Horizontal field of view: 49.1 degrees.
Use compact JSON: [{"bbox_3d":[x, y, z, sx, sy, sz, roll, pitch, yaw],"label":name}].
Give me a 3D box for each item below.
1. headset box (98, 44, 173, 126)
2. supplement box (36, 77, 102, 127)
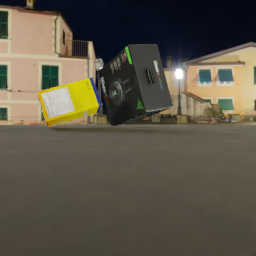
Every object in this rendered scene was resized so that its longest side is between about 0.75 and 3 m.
[{"bbox_3d":[0.266,-1.675,11.470,1.391,2.611,2.998,-11,-4,-33],"label":"headset box"},{"bbox_3d":[-1.845,-0.801,8.907,1.784,0.971,0.977,-18,-7,-15],"label":"supplement box"}]
